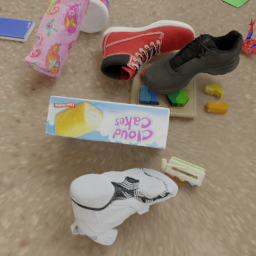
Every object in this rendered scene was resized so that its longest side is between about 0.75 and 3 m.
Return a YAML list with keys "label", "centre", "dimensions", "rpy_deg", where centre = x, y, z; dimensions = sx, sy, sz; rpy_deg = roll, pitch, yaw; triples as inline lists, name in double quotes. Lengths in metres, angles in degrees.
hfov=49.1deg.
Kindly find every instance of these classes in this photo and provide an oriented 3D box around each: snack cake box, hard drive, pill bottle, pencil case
- label: "snack cake box"
  centre: [-0.381, -0.090, 6.649]
  dimensions: [2.636, 1.516, 0.886]
  rpy_deg: [6, 86, 7]
- label: "hard drive"
  centre: [-4.154, -3.505, 9.891]
  dimensions: [1.458, 0.185, 0.962]
  rpy_deg: [9, 57, 6]
- label: "pill bottle"
  centre: [-1.327, -4.640, 9.978]
  dimensions: [1.296, 1.296, 2.327]
  rpy_deg: [-1, 56, -1]
- label: "pencil case"
  centre: [-2.078, -2.893, 8.303]
  dimensions: [1.170, 1.170, 2.677]
  rpy_deg: [22, 90, 14]

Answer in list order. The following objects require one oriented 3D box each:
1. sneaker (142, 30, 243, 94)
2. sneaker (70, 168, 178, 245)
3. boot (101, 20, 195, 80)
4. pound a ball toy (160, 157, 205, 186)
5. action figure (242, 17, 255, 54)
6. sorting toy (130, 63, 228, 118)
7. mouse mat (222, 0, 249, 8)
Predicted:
- label: "sneaker"
  centre: [1.759, -1.917, 7.670]
  dimensions: [2.934, 1.332, 1.114]
  rpy_deg: [-22, 67, -5]
- label: "sneaker"
  centre: [-0.111, 1.617, 5.873]
  dimensions: [2.303, 1.324, 0.865]
  rpy_deg: [0, 28, -24]
- label: "boot"
  centre: [0.651, -2.217, 8.407]
  dimensions: [2.910, 1.054, 2.099]
  rpy_deg: [-5, 49, 4]
- label: "pound a ball toy"
  centre: [1.250, 1.044, 6.596]
  dimensions: [1.029, 0.671, 0.437]
  rpy_deg: [20, 100, 13]
- label: "action figure"
  centre: [4.594, -2.936, 9.037]
  dimensions: [2.168, 1.073, 0.707]
  rpy_deg: [-4, 56, 0]
- label: "sorting toy"
  centre: [1.487, -1.182, 8.223]
  dimensions: [2.749, 0.368, 2.048]
  rpy_deg: [5, 57, 3]
- label: "mouse mat"
  centre: [4.298, -5.116, 11.065]
  dimensions: [1.041, 0.039, 0.838]
  rpy_deg: [-40, 65, -22]
